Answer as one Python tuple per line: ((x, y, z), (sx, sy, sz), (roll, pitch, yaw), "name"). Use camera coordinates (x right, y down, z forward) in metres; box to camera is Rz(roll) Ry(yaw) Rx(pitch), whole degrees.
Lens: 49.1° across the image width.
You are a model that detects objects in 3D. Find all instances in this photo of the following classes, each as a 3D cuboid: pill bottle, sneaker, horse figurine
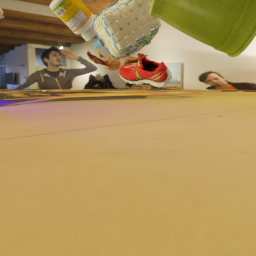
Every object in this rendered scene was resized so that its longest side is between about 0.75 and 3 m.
((-1.914, -4.167, 10.436), (1.795, 0.997, 0.997), (42, -18, -34), "pill bottle")
((0.577, -2.311, 10.795), (2.472, 0.952, 1.050), (13, -29, 39), "sneaker")
((-0.604, -3.133, 12.621), (1.770, 0.666, 2.670), (35, 39, 29), "horse figurine")

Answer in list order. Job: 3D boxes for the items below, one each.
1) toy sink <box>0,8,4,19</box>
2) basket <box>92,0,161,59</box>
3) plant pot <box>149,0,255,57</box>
((-3.690, -3.173, 7.064), (1.297, 0.845, 0.727), (-33, -9, -10), "toy sink")
((-0.129, -3.340, 9.414), (2.196, 1.733, 2.491), (-33, 21, -2), "basket")
((1.529, -2.695, 5.627), (1.990, 2.067, 2.067), (14, 10, -2), "plant pot")
